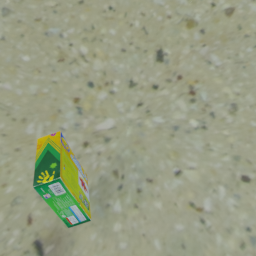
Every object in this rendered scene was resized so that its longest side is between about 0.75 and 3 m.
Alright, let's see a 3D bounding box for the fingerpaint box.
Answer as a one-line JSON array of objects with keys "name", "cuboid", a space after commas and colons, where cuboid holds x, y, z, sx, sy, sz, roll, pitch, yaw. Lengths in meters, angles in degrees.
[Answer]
[{"name": "fingerpaint box", "cuboid": [-1.218, 0.984, 5.312, 0.520, 1.417, 1.183, -18, 42, 3]}]
